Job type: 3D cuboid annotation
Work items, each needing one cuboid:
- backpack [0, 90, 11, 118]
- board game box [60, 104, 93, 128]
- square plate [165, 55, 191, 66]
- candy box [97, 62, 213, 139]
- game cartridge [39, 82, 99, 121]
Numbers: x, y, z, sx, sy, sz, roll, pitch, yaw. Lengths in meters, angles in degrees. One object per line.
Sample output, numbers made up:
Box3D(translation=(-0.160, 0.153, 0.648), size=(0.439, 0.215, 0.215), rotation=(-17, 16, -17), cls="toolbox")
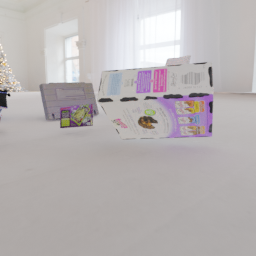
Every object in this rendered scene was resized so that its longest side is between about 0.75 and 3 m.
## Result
Box3D(translation=(-7.033, -1.166, 13.153), size=(2.109, 1.706, 2.214), rotation=(3, -4, 16), cls="backpack")
Box3D(translation=(-1.830, -0.409, 9.882), size=(1.281, 0.769, 0.207), rotation=(-4, -3, 23), cls="board game box")
Box3D(translation=(1.575, -1.847, 9.555), size=(1.262, 1.250, 0.180), rotation=(-18, 41, -38), cls="square plate")
Box3D(translation=(0.860, -0.599, 7.611), size=(2.764, 0.989, 2.318), rotation=(-2, -26, 14), cls="candy box")
Box3D(translation=(-2.922, -1.405, 14.150), size=(2.864, 1.857, 0.550), rotation=(-8, -12, -39), cls="game cartridge")
